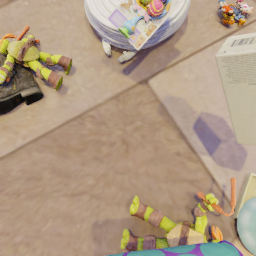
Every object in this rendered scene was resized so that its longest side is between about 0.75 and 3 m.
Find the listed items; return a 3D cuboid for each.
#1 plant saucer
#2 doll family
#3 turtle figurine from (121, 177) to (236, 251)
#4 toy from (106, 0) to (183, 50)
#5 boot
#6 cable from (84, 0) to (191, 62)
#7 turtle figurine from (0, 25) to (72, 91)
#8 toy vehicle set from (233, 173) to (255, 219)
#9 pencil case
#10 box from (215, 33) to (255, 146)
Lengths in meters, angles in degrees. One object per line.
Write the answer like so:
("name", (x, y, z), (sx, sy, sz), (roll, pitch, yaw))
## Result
("plant saucer", (3.147, 2.187, 6.162), (1.396, 0.269, 1.396), (0, 72, 0))
("doll family", (3.107, -3.326, 8.197), (1.168, 0.526, 0.725), (-13, 64, -23))
("turtle figurine", (1.133, 2.250, 6.052), (2.315, 0.925, 2.871), (15, 82, 13))
("toy", (0.443, -2.521, 5.724), (0.935, 0.383, 1.624), (41, 97, -16))
("boot", (-3.267, -1.289, 7.365), (1.888, 0.654, 1.644), (-19, 72, -24))
("cable", (0.227, -3.659, 7.681), (2.961, 1.025, 2.961), (-26, 79, -1))
("turtle figurine", (-2.531, -1.925, 7.346), (2.027, 0.809, 2.513), (23, 45, -6))
("toy vehicle set", (3.520, 1.954, 6.504), (1.843, 0.244, 1.145), (25, 73, 8))
("pencil case", (0.610, 2.033, 3.670), (1.930, 0.821, 0.892), (-4, 57, -9))
("box", (2.042, -0.561, 4.535), (0.748, 1.821, 0.623), (5, 44, 39))
